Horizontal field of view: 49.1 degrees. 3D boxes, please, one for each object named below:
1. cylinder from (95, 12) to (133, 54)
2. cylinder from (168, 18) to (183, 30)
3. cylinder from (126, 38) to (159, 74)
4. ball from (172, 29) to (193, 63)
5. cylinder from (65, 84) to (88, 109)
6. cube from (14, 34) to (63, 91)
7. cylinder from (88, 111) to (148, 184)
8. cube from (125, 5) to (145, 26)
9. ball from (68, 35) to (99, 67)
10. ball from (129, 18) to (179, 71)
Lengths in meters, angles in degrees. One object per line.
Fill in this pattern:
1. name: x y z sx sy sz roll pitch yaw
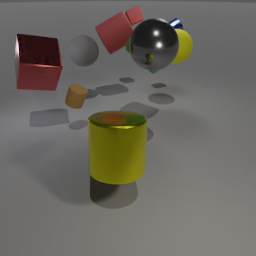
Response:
1. cylinder: -0.567 -4.335 12.845 1.400 1.400 1.400 -30 31 2
2. cylinder: 2.149 -4.751 13.353 0.700 0.700 0.700 -31 33 -3
3. cylinder: 0.870 -2.990 10.370 1.400 1.400 1.400 43 39 6
4. ball: 2.039 -3.481 11.940 1.400 1.400 1.400 0 28 0
5. cylinder: -1.951 -1.195 10.538 0.700 0.700 0.700 18 32 -12
6. cube: -3.268 -2.323 10.112 1.400 1.400 1.400 -1 61 -27
7. cylinder: -0.256 0.413 6.754 1.400 1.400 1.400 1 17 0
8. cube: 0.326 -5.519 13.777 0.700 0.700 0.700 -25 15 2
9. ball: -2.046 -3.547 12.917 1.400 1.400 1.400 0 28 0
10. ball: 0.722 -2.316 7.835 1.400 1.400 1.400 0 28 0
